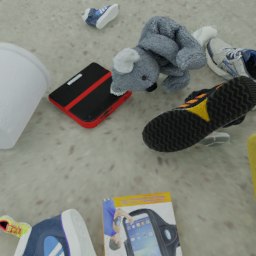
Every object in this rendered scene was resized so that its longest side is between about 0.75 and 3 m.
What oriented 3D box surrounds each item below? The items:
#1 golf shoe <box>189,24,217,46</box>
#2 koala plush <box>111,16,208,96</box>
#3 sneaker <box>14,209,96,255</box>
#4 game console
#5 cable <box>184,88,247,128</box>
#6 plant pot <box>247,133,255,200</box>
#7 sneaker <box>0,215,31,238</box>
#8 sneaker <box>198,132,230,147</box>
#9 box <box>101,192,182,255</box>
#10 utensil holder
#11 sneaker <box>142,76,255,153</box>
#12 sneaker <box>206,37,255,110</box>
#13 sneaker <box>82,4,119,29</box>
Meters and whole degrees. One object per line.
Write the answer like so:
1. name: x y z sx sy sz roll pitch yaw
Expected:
1. golf shoe: 2.055 -2.511 8.891 2.101 0.823 1.022 -27 68 -7
2. koala plush: 0.472 -1.712 7.407 2.194 1.946 2.016 -32 81 -12
3. sneaker: -1.368 2.698 5.035 1.585 0.872 2.164 -31 50 5
4. game console: -1.033 -0.989 8.061 1.725 0.303 1.951 34 61 23
5. cable: 2.425 -0.597 7.652 1.685 0.428 1.375 -7 46 11
6. plant pot: 3.849 0.972 4.913 2.901 2.920 2.987 -20 18 -13
7. sneaker: -2.371 2.088 5.800 0.800 0.361 0.312 18 83 7
8. sneaker: 1.846 0.147 7.123 1.449 0.510 0.581 1 54 2
9. box: 0.300 2.564 5.452 1.501 0.523 2.522 -5 54 -4
10. utensil holder: -3.153 -0.759 7.025 1.761 1.761 2.072 11 58 8
11. sneaker: 1.717 -0.261 6.751 2.832 1.274 0.990 -29 86 21
12. sneaker: 3.317 -1.903 8.119 1.094 1.209 2.839 -21 57 -14
13. sneaker: -1.047 -4.192 10.111 0.965 0.531 1.317 32 66 15
